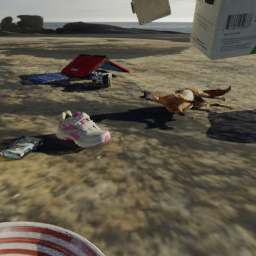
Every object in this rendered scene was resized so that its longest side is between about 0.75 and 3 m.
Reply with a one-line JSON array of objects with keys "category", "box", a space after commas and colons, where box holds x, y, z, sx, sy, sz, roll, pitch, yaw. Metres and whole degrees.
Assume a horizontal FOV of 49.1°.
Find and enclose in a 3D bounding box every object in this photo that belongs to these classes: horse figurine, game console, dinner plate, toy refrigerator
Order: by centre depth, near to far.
[{"category": "dinner plate", "box": [-1.293, 1.752, 2.270, 2.643, 0.320, 2.643, -1, 23, 0]}, {"category": "toy refrigerator", "box": [0.382, -3.782, 7.218, 0.909, 0.986, 2.598, -16, 46, 10]}, {"category": "horse figurine", "box": [1.881, -0.816, 8.198, 2.631, 0.657, 1.744, -17, 27, -35]}, {"category": "game console", "box": [-1.566, -2.623, 13.129, 2.128, 1.466, 2.470, -46, 36, -18]}]

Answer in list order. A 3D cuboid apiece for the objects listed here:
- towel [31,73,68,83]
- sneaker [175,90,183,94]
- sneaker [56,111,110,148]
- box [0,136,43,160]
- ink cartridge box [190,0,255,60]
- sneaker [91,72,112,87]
[{"category": "towel", "box": [-3.438, -2.181, 12.299, 0.987, 0.160, 1.344, 21, 31, 37]}, {"category": "sneaker", "box": [1.981, -1.194, 9.712, 0.796, 0.298, 0.359, 2, 13, -11]}, {"category": "sneaker", "box": [-1.046, -0.009, 6.202, 1.463, 0.646, 0.595, 12, 25, 28]}, {"category": "box", "box": [-2.220, 0.395, 5.876, 0.513, 0.142, 0.752, 7, 23, 18]}, {"category": "ink cartridge box", "box": [2.584, -3.011, 5.874, 2.004, 2.733, 1.135, -10, 41, -13]}, {"category": "sneaker", "box": [-1.082, -1.976, 11.255, 0.805, 0.520, 1.484, 2, 15, -9]}]
